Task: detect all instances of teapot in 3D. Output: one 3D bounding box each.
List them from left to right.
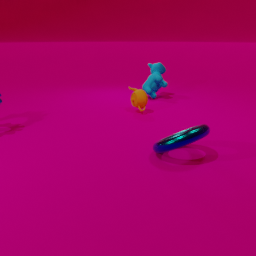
[{"bbox_3d":[0.325,-0.999,9.455,0.514,0.653,1.050,-8,63,-28],"label":"teapot"}]

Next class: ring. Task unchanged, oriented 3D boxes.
[{"bbox_3d":[1.149,0.233,6.082,1.299,0.260,1.299,-22,-2,-1],"label":"ring"}]

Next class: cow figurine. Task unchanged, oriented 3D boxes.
[{"bbox_3d":[1.065,-2.036,11.730,0.782,1.425,1.402,37,9,-38],"label":"cow figurine"}]

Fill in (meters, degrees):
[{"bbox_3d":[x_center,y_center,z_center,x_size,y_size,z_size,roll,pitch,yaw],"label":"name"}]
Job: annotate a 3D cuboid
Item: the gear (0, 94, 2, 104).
[{"bbox_3d":[-3.964,-0.553,7.436,1.269,0.235,1.269,-11,53,16],"label":"gear"}]
